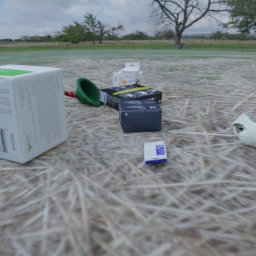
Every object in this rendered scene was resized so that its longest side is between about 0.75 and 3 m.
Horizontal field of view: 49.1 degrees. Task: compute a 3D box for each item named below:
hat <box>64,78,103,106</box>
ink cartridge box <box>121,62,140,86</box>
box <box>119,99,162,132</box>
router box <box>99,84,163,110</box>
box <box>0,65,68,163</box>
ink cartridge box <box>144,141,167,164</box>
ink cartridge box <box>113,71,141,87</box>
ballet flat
[{"bbox_3d":[-2.692,-1.555,15.502,1.820,1.934,2.197,8,48,-53],"label":"hat"},{"bbox_3d":[0.129,-3.100,17.437,1.076,1.868,0.634,11,22,28],"label":"ink cartridge box"},{"bbox_3d":[0.472,-0.549,11.851,1.605,0.958,1.632,-3,20,-7],"label":"box"},{"bbox_3d":[0.165,-1.684,15.056,2.717,0.710,2.136,-16,30,-39],"label":"router box"},{"bbox_3d":[-3.861,-0.641,9.545,2.716,2.729,2.338,8,20,24],"label":"box"},{"bbox_3d":[0.872,0.821,8.970,0.698,0.275,1.403,-6,18,6],"label":"ink cartridge box"},{"bbox_3d":[-0.079,-3.181,18.708,1.936,1.134,0.652,1,20,3],"label":"ink cartridge box"},{"bbox_3d":[4.451,0.209,10.329,0.938,0.938,2.614,2,18,6],"label":"ballet flat"}]
